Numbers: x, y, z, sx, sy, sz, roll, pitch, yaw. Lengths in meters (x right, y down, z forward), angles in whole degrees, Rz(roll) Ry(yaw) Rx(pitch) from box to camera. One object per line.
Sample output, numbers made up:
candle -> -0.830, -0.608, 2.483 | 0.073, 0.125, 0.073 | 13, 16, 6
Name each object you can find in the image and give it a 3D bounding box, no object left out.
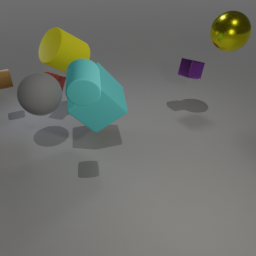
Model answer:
ball -> 3.655, -3.444, 10.022 | 1.400, 1.400, 1.400 | 0, 30, 0
cylinder -> -2.407, -2.871, 10.665 | 1.400, 1.400, 1.400 | 29, 9, 40
cube -> -2.972, -1.802, 11.201 | 0.700, 0.700, 0.700 | 17, 8, -1
ball -> -2.848, -1.099, 9.071 | 1.400, 1.400, 1.400 | 0, 30, 0
cube -> -1.039, -0.980, 9.271 | 1.400, 1.400, 1.400 | -32, 43, 20
cylinder -> -0.919, -0.940, 5.755 | 0.700, 0.700, 0.700 | -4, 48, -6
cube -> 2.610, -2.447, 11.585 | 0.700, 0.700, 0.700 | 1, 20, -31
cylinder -> -4.886, -1.864, 10.824 | 0.700, 0.700, 0.700 | -16, 34, -20
